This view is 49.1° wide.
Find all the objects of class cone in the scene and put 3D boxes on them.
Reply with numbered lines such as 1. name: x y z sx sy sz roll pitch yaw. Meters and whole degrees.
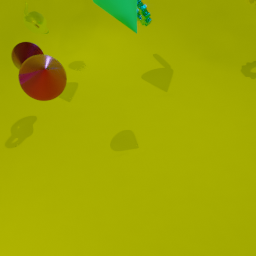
1. cone: -1.410 -0.912 4.714 0.846 0.850 0.846 0 90 -19
2. cone: -2.909 -1.874 8.006 0.954 0.954 0.957 -8 31 -7
3. cone: -0.057 -2.912 6.989 1.226 1.226 1.230 -29 93 -22

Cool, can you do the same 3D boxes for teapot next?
1. teapot: -2.883 -3.356 8.739 0.721 1.159 0.568 15 69 36

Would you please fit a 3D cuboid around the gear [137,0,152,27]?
1. gear: 0.329 -3.655 8.651 0.198 1.070 1.070 -38 56 0

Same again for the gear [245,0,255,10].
1. gear: 3.567 -3.659 7.088 1.281 1.281 0.237 1 21 1
